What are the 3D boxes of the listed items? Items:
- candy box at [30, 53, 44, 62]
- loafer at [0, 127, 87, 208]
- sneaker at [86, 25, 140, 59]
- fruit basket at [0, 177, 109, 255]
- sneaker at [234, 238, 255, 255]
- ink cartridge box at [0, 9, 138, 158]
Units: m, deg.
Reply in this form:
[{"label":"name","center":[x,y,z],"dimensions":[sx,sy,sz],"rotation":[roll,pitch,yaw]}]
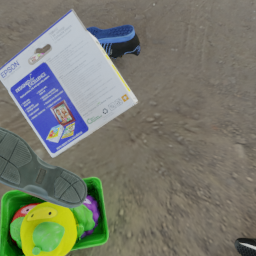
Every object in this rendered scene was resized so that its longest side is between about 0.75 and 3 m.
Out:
[{"label":"candy box","center":[-3.137,-2.366,10.098],"dimensions":[0.975,0.297,0.665],"rotation":[-6,59,-3]},{"label":"loafer","center":[-1.722,0.752,4.629],"dimensions":[2.170,0.683,0.780],"rotation":[37,49,-20]},{"label":"sneaker","center":[-0.825,-3.035,10.225],"dimensions":[2.716,1.058,0.952],"rotation":[9,57,30]},{"label":"fruit basket","center":[-1.678,2.045,6.184],"dimensions":[2.556,2.556,1.843],"rotation":[-9,59,-5]},{"label":"sneaker","center":[3.438,2.872,6.784],"dimensions":[1.711,0.598,0.770],"rotation":[16,47,8]},{"label":"ink cartridge box","center":[-1.343,-0.888,6.096],"dimensions":[2.261,0.538,2.288],"rotation":[-32,90,14]}]
